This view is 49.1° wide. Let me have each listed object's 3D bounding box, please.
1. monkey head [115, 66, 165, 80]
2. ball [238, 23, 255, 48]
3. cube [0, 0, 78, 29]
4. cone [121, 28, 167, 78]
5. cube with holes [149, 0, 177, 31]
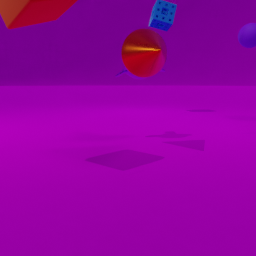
[{"bbox_3d":[0.251,-1.545,6.741,1.229,0.741,0.884,-8,13,-11],"label":"monkey head"},{"bbox_3d":[3.698,-2.783,8.440,0.717,0.717,0.717,0,9,0],"label":"ball"},{"bbox_3d":[-1.412,-2.151,4.124,0.932,0.932,0.932,-12,16,48],"label":"cube"},{"bbox_3d":[0.465,-1.480,5.440,1.006,1.006,1.009,-2,12,-13],"label":"cone"},{"bbox_3d":[1.464,-4.770,11.903,0.852,0.852,0.852,13,-2,-8],"label":"cube with holes"}]
